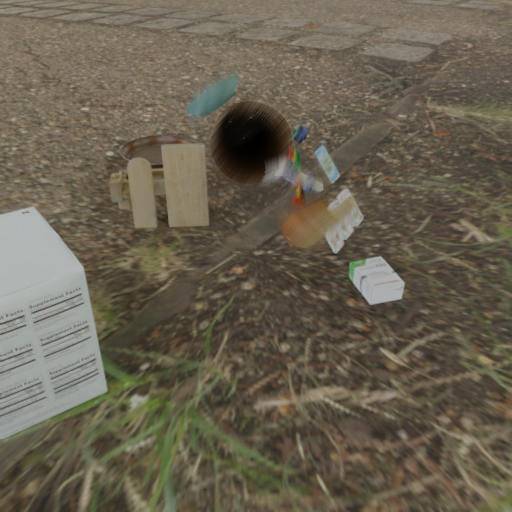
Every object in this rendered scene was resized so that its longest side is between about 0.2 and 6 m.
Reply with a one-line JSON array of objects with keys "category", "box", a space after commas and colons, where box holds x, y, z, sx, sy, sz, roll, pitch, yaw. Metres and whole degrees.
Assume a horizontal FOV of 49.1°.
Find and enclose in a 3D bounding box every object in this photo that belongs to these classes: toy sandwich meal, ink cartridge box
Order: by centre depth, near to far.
[{"category": "toy sandwich meal", "box": [0.960, -0.579, 8.684, 1.280, 1.280, 0.438, -31, 78, -38]}, {"category": "ink cartridge box", "box": [1.991, 0.407, 9.333, 0.604, 0.348, 0.827, -9, 35, -14]}]

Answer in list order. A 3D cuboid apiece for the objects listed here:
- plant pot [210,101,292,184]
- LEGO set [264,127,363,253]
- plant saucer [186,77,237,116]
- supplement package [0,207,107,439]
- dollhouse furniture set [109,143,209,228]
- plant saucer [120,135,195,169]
[{"category": "plant pot", "box": [-0.205, -2.574, 11.845, 1.635, 1.635, 1.750, -4, 26, -7]}, {"category": "LEGO set", "box": [1.075, -1.244, 10.367, 0.536, 2.186, 1.633, -23, 14, 37]}, {"category": "plant saucer", "box": [-0.774, -2.913, 10.419, 1.111, 0.200, 1.111, -33, 4, 3]}, {"category": "supplement package", "box": [-3.100, 0.785, 7.246, 1.478, 2.010, 1.922, -21, 38, -29]}, {"category": "dollhouse furniture set", "box": [-2.009, -1.827, 11.486, 1.982, 1.698, 2.084, -3, 34, -4]}, {"category": "plant saucer", "box": [-2.397, -2.532, 13.838, 1.876, 0.301, 1.876, 0, 34, 0]}]
